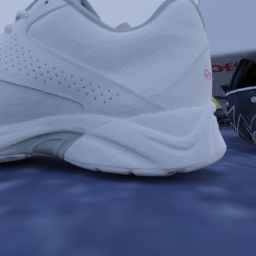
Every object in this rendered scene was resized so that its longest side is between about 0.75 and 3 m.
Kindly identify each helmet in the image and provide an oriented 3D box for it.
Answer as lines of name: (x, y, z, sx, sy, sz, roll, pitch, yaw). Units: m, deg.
helmet: (1.103, -0.184, 2.083, 0.762, 0.726, 0.762, 21, -24, 10)

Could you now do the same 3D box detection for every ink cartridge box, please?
ink cartridge box: (1.741, -0.630, 2.988, 1.482, 0.860, 2.054, 1, -21, 37)

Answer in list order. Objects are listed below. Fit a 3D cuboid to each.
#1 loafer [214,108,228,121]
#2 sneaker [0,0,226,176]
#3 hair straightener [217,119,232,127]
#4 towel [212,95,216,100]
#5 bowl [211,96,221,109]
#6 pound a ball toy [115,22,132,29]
loafer: (3.702, -0.548, 9.785, 2.464, 0.865, 0.836, 0, -13, -10)
sneaker: (-0.460, -0.269, 1.492, 1.851, 0.920, 0.721, 0, 2, 12)
hair straightener: (3.785, -0.282, 8.919, 2.376, 0.486, 0.914, 0, 2, -11)
towel: (2.363, -1.009, 7.596, 2.258, 0.381, 2.365, 45, 14, 23)
bowl: (4.321, -0.826, 12.949, 1.083, 2.013, 2.013, -43, 8, -5)
pound a ball toy: (0.374, -0.964, 6.509, 1.064, 2.504, 1.633, -25, -1, 24)
